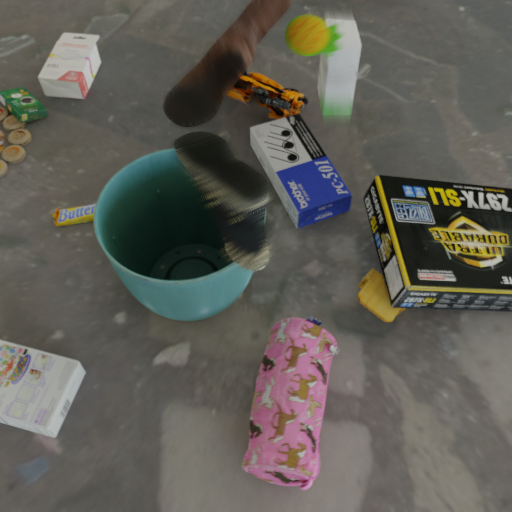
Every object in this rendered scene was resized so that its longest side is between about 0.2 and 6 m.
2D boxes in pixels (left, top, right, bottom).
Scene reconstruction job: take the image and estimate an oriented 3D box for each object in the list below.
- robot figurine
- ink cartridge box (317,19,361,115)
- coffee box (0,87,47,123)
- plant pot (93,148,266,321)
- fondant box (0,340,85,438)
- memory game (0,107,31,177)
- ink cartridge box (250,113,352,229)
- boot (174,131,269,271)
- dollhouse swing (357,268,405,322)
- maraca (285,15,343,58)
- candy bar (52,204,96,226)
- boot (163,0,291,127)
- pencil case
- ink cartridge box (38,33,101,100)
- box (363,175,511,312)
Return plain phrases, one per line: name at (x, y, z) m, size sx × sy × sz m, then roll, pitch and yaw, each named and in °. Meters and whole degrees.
robot figurine at (0.130, -3.645, 12.592) m, size 2.119 × 0.617 × 1.536 m, roll 30°, pitch 32°, yaw 18°
ink cartridge box at (1.511, -3.484, 10.362) m, size 0.591 × 1.401 × 1.023 m, roll 1°, pitch 47°, yaw -1°
coffee box at (-5.326, -3.442, 12.753) m, size 0.656 × 0.235 × 1.068 m, roll -28°, pitch 59°, yaw -38°
plant pot at (-1.165, -0.140, 9.480) m, size 2.652 × 2.128 × 2.652 m, roll 0°, pitch 57°, yaw 0°
fondant box at (-3.739, 2.097, 8.977) m, size 1.599 × 0.466 × 1.154 m, roll 13°, pitch 57°, yaw 8°
memory game at (-6.156, -2.439, 12.220) m, size 2.446 × 0.156 × 2.446 m, roll 0°, pitch 56°, yaw 0°
ink cartridge box at (0.866, -1.812, 11.554) m, size 1.183 × 0.556 × 2.516 m, roll -19°, pitch 58°, yaw -11°
boot at (-0.406, -0.671, 6.797) m, size 0.600 × 1.256 × 1.663 m, roll -29°, pitch 50°, yaw -21°
dollhouse swing at (2.094, 0.788, 9.660) m, size 0.836 × 0.760 × 0.735 m, roll 38°, pitch 69°, yaw 8°
maraca at (0.963, -3.694, 9.444) m, size 0.961 × 0.514 × 0.659 m, roll 12°, pitch 100°, yaw 2°
candy bar at (-3.154, -0.884, 11.153) m, size 1.779 × 0.197 × 0.444 m, roll -10°, pitch 56°, yaw -7°
boot at (-0.457, -3.549, 9.773) m, size 0.790 × 2.291 × 2.459 m, roll 40°, pitch 51°, yaw -24°
pencil case at (0.553, 2.210, 8.575) m, size 1.050 × 1.097 × 2.536 m, roll 35°, pitch 52°, yaw -28°
ink cartridge box at (-4.378, -4.563, 13.396) m, size 1.000 × 0.579 × 1.717 m, roll 7°, pitch 58°, yaw 5°
box at (3.609, -0.221, 10.000) m, size 3.019 × 0.745 × 2.410 m, roll 4°, pitch 53°, yaw -14°
